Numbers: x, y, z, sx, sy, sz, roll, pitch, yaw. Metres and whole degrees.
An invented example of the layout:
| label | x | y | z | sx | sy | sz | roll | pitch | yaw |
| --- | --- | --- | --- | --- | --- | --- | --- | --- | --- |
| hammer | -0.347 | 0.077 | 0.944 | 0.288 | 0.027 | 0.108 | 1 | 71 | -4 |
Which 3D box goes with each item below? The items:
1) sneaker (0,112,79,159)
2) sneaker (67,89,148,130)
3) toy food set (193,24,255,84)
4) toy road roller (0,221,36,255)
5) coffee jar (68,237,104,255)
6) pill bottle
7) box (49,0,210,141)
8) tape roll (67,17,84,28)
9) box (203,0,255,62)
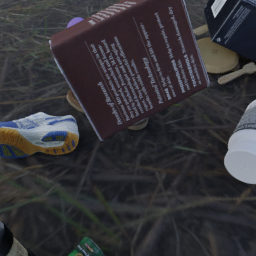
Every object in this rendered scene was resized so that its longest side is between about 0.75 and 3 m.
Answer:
| label | x | y | z | sx | sy | sz | roll | pitch | yaw |
| --- | --- | --- | --- | --- | --- | --- | --- | --- | --- |
| sneaker | -2.705 | 0.125 | 7.768 | 2.643 | 0.995 | 1.165 | 3 | 39 | -10 |
| sneaker | -0.650 | -0.939 | 8.634 | 2.872 | 1.085 | 1.012 | 20 | 48 | 19 |
| toy food set | 3.367 | -2.780 | 10.946 | 2.056 | 0.598 | 2.979 | -23 | 60 | -14 |
| toy road roller | -2.616 | 2.911 | 4.579 | 1.783 | 1.501 | 2.443 | -16 | 41 | 1 |
| coffee jar | -1.042 | 2.730 | 5.380 | 0.615 | 0.503 | 1.180 | 33 | 54 | 29 |
| pill bottle | 3.396 | 0.287 | 7.273 | 1.271 | 1.271 | 2.232 | 26 | 50 | 23 |
| box | -0.053 | -1.502 | 6.124 | 2.556 | 2.099 | 2.121 | -27 | 27 | -1 |
| tape roll | -2.072 | -4.143 | 11.913 | 0.976 | 0.976 | 0.415 | -26 | 50 | -24 |
| box | 4.685 | -4.094 | 10.707 | 2.913 | 1.810 | 2.936 | 20 | 44 | -12 |
